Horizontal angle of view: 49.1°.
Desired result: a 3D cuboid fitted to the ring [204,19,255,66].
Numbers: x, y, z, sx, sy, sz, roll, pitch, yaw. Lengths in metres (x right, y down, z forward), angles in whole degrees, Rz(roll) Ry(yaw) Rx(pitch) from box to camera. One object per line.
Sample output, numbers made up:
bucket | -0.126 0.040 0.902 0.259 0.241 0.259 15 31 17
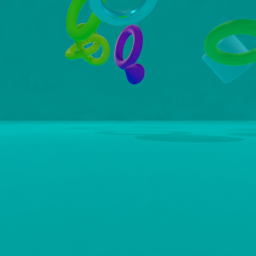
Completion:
ring | 2.005 -1.519 5.099 1.204 0.241 1.204 8 -19 3

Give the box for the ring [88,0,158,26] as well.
ring | -0.099 -3.250 6.830 1.792 0.358 1.792 -7 -27 -4

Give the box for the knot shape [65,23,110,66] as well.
knot shape | -1.437 -3.059 10.644 1.612 1.723 0.796 27 -15 8

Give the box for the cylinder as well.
cylinder | 2.701 -1.890 7.592 0.986 0.986 0.986 -43 4 4

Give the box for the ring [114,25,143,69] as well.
ring | 0.006 -3.497 12.141 0.386 1.928 1.928 9 -4 -33

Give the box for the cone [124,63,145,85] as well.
cone | 0.082 -2.181 10.800 0.856 0.856 0.860 1 -3 30

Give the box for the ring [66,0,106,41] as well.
ring | -1.402 -3.718 9.087 1.813 1.813 0.363 1 -8 44
